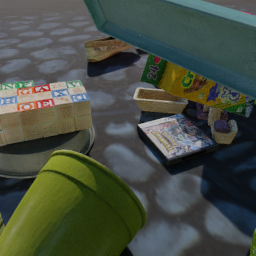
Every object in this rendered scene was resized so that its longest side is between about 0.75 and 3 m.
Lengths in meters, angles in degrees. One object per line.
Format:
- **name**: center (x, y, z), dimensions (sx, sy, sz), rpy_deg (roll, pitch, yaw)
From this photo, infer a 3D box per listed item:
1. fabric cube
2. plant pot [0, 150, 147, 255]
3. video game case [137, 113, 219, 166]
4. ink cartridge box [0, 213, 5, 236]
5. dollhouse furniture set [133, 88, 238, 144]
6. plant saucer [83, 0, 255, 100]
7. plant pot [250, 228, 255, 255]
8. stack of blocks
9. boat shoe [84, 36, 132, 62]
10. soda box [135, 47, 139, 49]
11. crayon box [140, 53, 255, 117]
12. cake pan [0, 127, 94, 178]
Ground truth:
- **fabric cube**: center (2.427, -2.694, 9.611), dimensions (2.390, 2.345, 2.383), rpy_deg (29, 45, 34)
- **plant pot**: center (-0.975, 1.598, 4.003), dimensions (1.863, 1.863, 1.793), rpy_deg (19, 50, 25)
- **video game case**: center (1.227, 0.220, 7.200), dimensions (1.465, 0.207, 1.621), rpy_deg (-14, 37, -21)
- **ink cartridge box**: center (-2.394, 1.565, 3.375), dimensions (0.971, 2.318, 1.672), rpy_deg (8, 35, 5)
- **dollhouse furniture set**: center (1.479, -1.061, 7.515), dimensions (2.764, 1.962, 2.190), rpy_deg (6, 35, 8)
- **plant saucer**: center (0.492, -1.230, 3.434), dimensions (2.961, 1.035, 0.281), rpy_deg (34, 76, 31)
- **plant pot**: center (2.620, 1.813, 3.732), dimensions (1.632, 1.481, 1.624), rpy_deg (-28, 42, -34)
- **stack of blocks**: center (-2.375, -0.466, 6.715), dimensions (2.721, 0.797, 1.567), rpy_deg (-11, 36, -16)
- **boat shoe**: center (-0.683, -3.716, 12.111), dimensions (1.016, 0.869, 2.773), rpy_deg (16, 42, 41)
- **soda box**: center (1.023, -4.089, 13.294), dimensions (1.471, 0.468, 0.501), rpy_deg (-5, 35, -8)
- **crayon box**: center (1.596, -1.215, 5.353), dimensions (2.387, 1.501, 0.616), rpy_deg (12, 17, -24)
- **cake pan**: center (-2.332, 0.078, 7.122), dimensions (2.917, 0.535, 2.917), rpy_deg (0, 34, 0)
